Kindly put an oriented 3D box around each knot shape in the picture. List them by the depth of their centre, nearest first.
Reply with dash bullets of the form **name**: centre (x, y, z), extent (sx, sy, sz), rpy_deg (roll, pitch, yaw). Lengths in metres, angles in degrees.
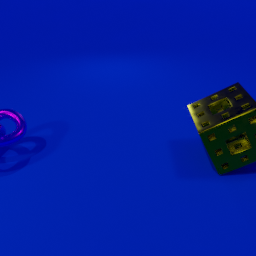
- **knot shape**: centre (-2.803, 0.140, 5.934), extent (1.346, 0.665, 1.438), rpy_deg (-45, 31, -25)

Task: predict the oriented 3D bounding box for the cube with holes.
- **cube with holes**: centre (2.048, 0.001, 5.685), extent (1.143, 1.143, 1.143), rpy_deg (-25, 28, 14)
